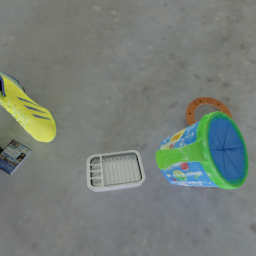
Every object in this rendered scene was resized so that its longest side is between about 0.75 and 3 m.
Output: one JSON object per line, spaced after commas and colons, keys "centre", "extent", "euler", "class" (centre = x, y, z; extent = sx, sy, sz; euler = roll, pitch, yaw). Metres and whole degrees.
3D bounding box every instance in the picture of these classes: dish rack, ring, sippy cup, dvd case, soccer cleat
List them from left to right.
{"centre": [-3.441, 0.852, 8.311], "extent": [0.677, 0.083, 0.949], "euler": [30, 58, 6], "class": "dvd case"}
{"centre": [-3.318, -0.619, 8.400], "extent": [2.997, 1.254, 0.969], "euler": [44, 105, 21], "class": "soccer cleat"}
{"centre": [-0.356, 1.251, 7.949], "extent": [1.577, 0.343, 1.353], "euler": [-7, 37, -4], "class": "dish rack"}
{"centre": [1.851, 0.729, 7.408], "extent": [2.503, 1.835, 1.966], "euler": [39, 52, -26], "class": "sippy cup"}
{"centre": [2.584, -0.332, 8.967], "extent": [1.504, 0.144, 1.504], "euler": [2, 62, -3], "class": "ring"}

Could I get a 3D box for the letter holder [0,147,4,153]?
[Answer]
{"centre": [-4.733, 0.866, 8.055], "extent": [1.244, 0.880, 1.751], "euler": [33, 69, 17], "class": "letter holder"}
